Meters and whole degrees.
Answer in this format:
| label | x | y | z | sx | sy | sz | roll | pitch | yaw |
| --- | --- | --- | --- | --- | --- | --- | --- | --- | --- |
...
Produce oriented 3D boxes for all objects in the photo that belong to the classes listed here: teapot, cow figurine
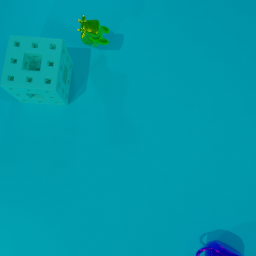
| label | x | y | z | sx | sy | sz | roll | pitch | yaw |
| --- | --- | --- | --- | --- | --- | --- | --- | --- | --- |
| teapot | 2.169 | 3.029 | 6.303 | 1.468 | 0.913 | 0.719 | 26 | 87 | -12 |
| cow figurine | -0.942 | -2.349 | 6.930 | 1.036 | 1.053 | 0.578 | 2 | 92 | -41 |

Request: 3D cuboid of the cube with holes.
| label | x | y | z | sx | sy | sz | roll | pitch | yaw |
| --- | --- | --- | --- | --- | --- | --- | --- | --- | --- |
| cube with holes | -2.211 | -1.390 | 7.065 | 1.275 | 1.275 | 1.275 | 5 | 78 | 1 |
